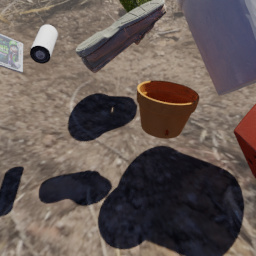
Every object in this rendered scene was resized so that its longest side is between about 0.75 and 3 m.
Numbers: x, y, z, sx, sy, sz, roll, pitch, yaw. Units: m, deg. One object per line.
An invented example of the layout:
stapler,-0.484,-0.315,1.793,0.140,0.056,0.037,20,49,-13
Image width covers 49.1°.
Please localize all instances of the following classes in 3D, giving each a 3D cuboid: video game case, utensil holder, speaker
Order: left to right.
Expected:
video game case,-2.716,-1.682,6.206,0.096,0.821,0.746,-16,72,36
speaker,-1.909,-1.948,6.433,0.451,0.451,1.110,-2,43,-2
utensil holder,2.514,-2.221,6.235,2.102,2.102,2.473,-21,87,-18

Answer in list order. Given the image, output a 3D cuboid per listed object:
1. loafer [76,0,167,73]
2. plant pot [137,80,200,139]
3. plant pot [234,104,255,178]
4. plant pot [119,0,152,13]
loafer,-0.087,-2.136,6.557,2.303,0.724,0.828,-30,33,4
plant pot,0.835,-0.392,6.347,1.371,0.960,1.371,5,29,-3
plant pot,2.705,0.322,4.152,1.577,1.790,1.788,-32,28,7
plant pot,0.530,-4.279,8.213,1.548,1.684,1.684,-37,55,-1
